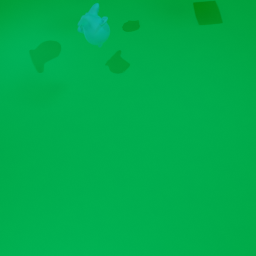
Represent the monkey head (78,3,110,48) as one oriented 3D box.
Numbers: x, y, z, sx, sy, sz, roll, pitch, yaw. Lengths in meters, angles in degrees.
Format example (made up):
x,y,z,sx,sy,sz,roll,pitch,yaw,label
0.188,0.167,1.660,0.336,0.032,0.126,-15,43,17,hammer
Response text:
x,y,z,sx,sy,sz,roll,pitch,yaw,label
-0.713,-2.409,6.553,0.726,1.204,0.866,29,76,-4,monkey head
